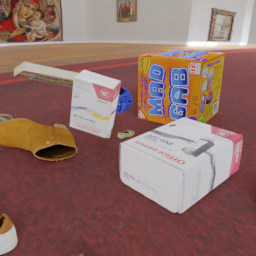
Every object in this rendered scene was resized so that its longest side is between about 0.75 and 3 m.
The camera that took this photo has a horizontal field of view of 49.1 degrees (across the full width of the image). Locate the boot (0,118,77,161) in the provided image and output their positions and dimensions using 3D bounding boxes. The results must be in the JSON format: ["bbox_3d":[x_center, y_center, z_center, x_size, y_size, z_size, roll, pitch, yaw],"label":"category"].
[{"bbox_3d":[-3.166,0.423,9.186,2.826,0.994,2.023,-2,20,-18],"label":"boot"}]

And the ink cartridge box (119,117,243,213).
[{"bbox_3d":[1.507,0.834,7.881,2.961,1.256,2.157,-22,31,-39],"label":"ink cartridge box"}]

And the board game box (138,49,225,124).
[{"bbox_3d":[2.336,-1.859,12.361,2.789,2.789,2.791,14,26,31],"label":"board game box"}]

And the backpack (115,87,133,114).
[{"bbox_3d":[-0.297,-0.775,8.251,0.657,0.636,0.783,37,47,22],"label":"backpack"}]

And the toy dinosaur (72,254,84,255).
[{"bbox_3d":[-0.456,2.654,4.474,0.872,0.552,1.286,-16,40,-14],"label":"toy dinosaur"}]

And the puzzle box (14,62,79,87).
[{"bbox_3d":[-2.315,-1.599,8.633,2.054,0.261,1.367,6,-2,-32],"label":"puzzle box"}]

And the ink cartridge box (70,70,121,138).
[{"bbox_3d":[-0.810,-0.413,6.632,0.961,1.650,0.557,18,34,9],"label":"ink cartridge box"}]

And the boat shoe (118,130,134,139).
[{"bbox_3d":[-0.071,0.198,10.749,0.762,0.240,0.278,-15,27,-32],"label":"boat shoe"}]

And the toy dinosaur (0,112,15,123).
[{"bbox_3d":[-5.316,-0.270,11.338,1.176,0.745,1.735,3,16,24],"label":"toy dinosaur"}]

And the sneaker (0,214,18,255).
[{"bbox_3d":[-3.235,2.124,5.262,2.058,0.871,0.749,-13,27,-26],"label":"sneaker"}]
